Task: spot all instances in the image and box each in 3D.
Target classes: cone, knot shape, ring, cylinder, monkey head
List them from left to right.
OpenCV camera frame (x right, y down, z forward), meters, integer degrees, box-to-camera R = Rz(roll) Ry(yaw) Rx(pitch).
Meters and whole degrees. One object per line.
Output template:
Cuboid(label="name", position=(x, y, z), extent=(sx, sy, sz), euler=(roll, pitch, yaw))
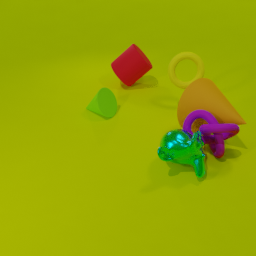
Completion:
Cuboid(label="cone", position=(-1.073, -0.765, 9.507), extent=(1.019, 1.015, 1.015), euler=(-11, 24, 36))
Cuboid(label="cylinder", position=(0.145, -2.444, 10.948), extent=(1.192, 1.192, 1.192), euler=(-37, 28, 20))
Cuboid(label="monkey head", position=(1.360, 0.642, 6.994), extent=(1.070, 1.277, 1.775), euler=(-11, 0, 23))
Cuboid(label="ring", position=(1.868, -1.838, 8.990), extent=(1.176, 1.176, 0.235), euler=(2, 14, 3))
Cuboid(label="knot shape", position=(2.200, 0.214, 7.352), extent=(1.409, 1.318, 0.651), euler=(13, 52, 40))
Cuboid(label="cone", position=(2.524, -0.389, 7.671), extent=(1.660, 1.660, 1.667), euler=(-20, 30, -27))
